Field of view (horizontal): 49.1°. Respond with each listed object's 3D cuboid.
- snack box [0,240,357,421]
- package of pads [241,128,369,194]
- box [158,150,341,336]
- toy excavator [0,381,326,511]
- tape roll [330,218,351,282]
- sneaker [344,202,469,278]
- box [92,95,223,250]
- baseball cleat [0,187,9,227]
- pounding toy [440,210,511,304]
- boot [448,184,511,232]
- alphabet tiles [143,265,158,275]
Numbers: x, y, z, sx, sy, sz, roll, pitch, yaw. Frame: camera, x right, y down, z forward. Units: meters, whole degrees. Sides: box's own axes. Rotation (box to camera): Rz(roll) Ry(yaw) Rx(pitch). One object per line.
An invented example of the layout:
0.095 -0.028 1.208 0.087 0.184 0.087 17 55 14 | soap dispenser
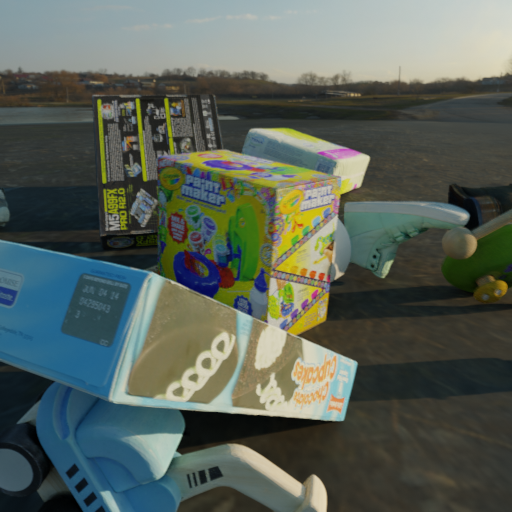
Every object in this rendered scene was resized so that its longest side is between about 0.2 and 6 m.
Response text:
-0.661 0.664 4.281 1.986 0.634 3.418 10 -12 28 | snack box
1.372 -2.642 15.526 2.715 1.198 3.514 23 19 18 | package of pads
-0.167 -0.206 7.251 2.051 1.975 1.251 20 25 39 | box
-0.618 1.447 3.792 1.764 1.716 0.881 -25 10 16 | toy excavator
0.668 -0.060 8.041 1.166 1.166 0.800 13 24 36 | tape roll
2.267 -0.233 8.582 1.995 1.177 0.734 6 10 43 | sneaker
-1.876 -1.730 11.045 2.494 3.113 0.689 -5 -22 -12 | box
-6.301 -1.012 11.308 0.847 1.292 2.428 -1 8 41 | baseball cleat
3.395 0.204 7.721 1.472 1.907 0.885 -21 57 14 | pounding toy
3.977 -0.685 9.147 1.389 1.071 2.866 -5 12 9 | boot
-0.571 0.252 9.215 2.134 0.096 2.553 11 20 32 | alphabet tiles
